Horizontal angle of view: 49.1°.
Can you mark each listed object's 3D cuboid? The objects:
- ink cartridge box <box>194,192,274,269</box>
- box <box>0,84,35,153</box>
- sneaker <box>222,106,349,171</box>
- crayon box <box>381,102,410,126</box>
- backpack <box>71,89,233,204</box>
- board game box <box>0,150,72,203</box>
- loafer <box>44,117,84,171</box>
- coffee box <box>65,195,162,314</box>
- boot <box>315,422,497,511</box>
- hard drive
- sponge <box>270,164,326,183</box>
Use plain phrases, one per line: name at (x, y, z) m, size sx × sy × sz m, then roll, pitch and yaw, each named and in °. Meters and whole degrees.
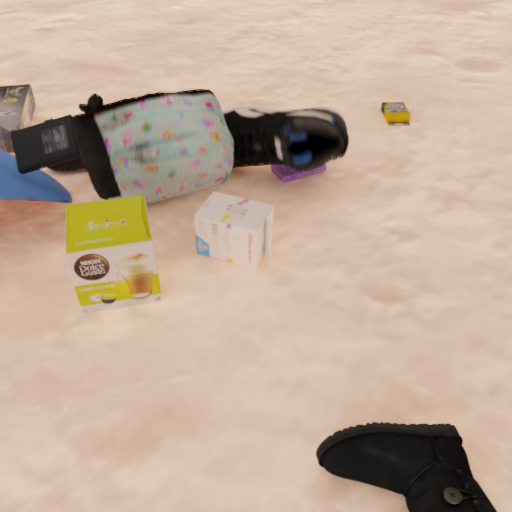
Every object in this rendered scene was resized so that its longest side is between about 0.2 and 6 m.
ink cartridge box at (-0.306, -0.453, 10.081) m, size 1.371 × 0.881 × 0.859 m, roll 15°, pitch 42°, yaw 15°
box at (-6.627, -3.335, 13.680) m, size 2.052 × 0.626 × 2.592 m, roll -7°, pitch 41°, yaw -8°
sneaker at (0.166, -2.372, 11.476) m, size 3.449 × 1.260 × 1.930 m, roll -7°, pitch 23°, yaw 7°
crayon box at (3.588, -3.653, 14.366) m, size 0.581 × 0.238 × 0.923 m, roll -2°, pitch 41°, yaw -2°
backpack at (-1.894, -2.094, 10.935) m, size 2.853 × 2.381 × 1.806 m, roll -14°, pitch 81°, yaw -10°
board game box at (-6.125, -1.443, 10.025) m, size 4.307 × 1.062 × 5.452 m, roll 27°, pitch 12°, yaw 14°
loafer at (-3.162, -2.781, 12.476) m, size 3.314 × 1.182 × 1.210 m, roll -17°, pitch 38°, yaw -16°
coffee box at (-2.356, -0.051, 9.256) m, size 1.327 × 1.314 × 1.329 m, roll -9°, pitch 41°, yaw -11°
boot at (1.777, 2.750, 6.380) m, size 1.923 × 0.734 × 1.616 m, roll 0°, pitch 36°, yaw -10°
hard drive at (-4.048, -2.148, 10.778) m, size 1.232 × 0.203 × 0.860 m, roll -16°, pitch 79°, yaw 2°
sponge at (0.934, -1.940, 12.385) m, size 1.091 × 0.163 × 0.609 m, roll -17°, pitch 42°, yaw -19°
